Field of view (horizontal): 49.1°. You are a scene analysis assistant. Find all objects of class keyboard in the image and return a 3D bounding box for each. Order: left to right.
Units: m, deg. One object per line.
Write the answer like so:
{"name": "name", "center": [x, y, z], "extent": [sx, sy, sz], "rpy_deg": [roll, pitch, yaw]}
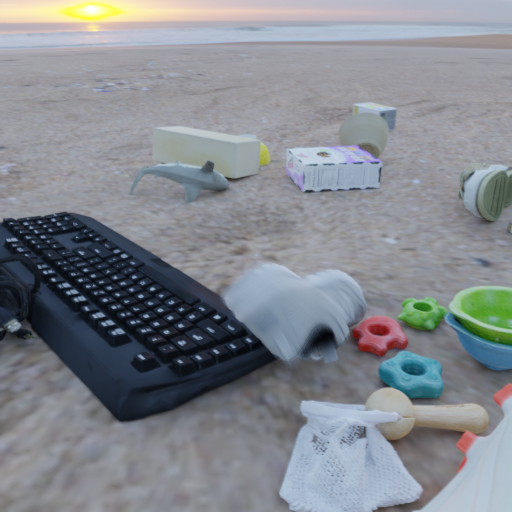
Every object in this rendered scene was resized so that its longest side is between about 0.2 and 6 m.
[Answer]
{"name": "keyboard", "center": [-2.193, 0.155, 6.681], "extent": [2.654, 1.010, 5.099], "rpy_deg": [-20, 30, -37]}

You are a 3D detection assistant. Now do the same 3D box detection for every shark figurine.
{"name": "shark figurine", "center": [-1.419, -1.345, 10.363], "extent": [1.873, 0.782, 1.119], "rpy_deg": [5, -9, -6]}

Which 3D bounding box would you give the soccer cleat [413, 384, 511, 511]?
{"name": "soccer cleat", "center": [1.456, 1.755, 3.210], "extent": [3.242, 1.123, 1.257], "rpy_deg": [-24, 38, -28]}

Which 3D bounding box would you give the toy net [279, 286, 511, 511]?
{"name": "toy net", "center": [1.319, 1.019, 5.165], "extent": [3.391, 0.655, 1.779], "rpy_deg": [-22, 33, -39]}

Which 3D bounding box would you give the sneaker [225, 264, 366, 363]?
{"name": "sneaker", "center": [0.539, 0.678, 5.459], "extent": [2.154, 0.805, 0.883], "rpy_deg": [6, 46, -55]}

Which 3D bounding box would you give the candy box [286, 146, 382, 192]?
{"name": "candy box", "center": [1.521, -1.779, 11.314], "extent": [1.591, 0.569, 1.334], "rpy_deg": [-4, 25, -10]}

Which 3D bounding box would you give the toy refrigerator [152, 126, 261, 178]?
{"name": "toy refrigerator", "center": [-1.106, -2.231, 12.067], "extent": [2.314, 0.810, 0.879], "rpy_deg": [17, 23, 31]}

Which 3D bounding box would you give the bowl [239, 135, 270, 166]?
{"name": "bowl", "center": [-0.200, -2.435, 12.739], "extent": [1.067, 0.574, 1.067], "rpy_deg": [1, 24, 0]}

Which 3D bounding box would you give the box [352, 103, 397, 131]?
{"name": "box", "center": [3.360, -3.981, 16.032], "extent": [0.669, 0.603, 1.190], "rpy_deg": [-13, 28, -27]}

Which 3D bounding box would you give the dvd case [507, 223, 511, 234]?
{"name": "dvd case", "center": [5.032, -0.103, 8.171], "extent": [1.611, 0.173, 2.167], "rpy_deg": [-6, 25, -11]}

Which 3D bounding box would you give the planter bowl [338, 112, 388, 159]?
{"name": "planter bowl", "center": [2.400, -2.513, 12.496], "extent": [1.121, 1.121, 0.755], "rpy_deg": [2, 52, 5]}

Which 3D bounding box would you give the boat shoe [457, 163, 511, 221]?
{"name": "boat shoe", "center": [3.925, -1.153, 9.728], "extent": [0.809, 0.884, 2.365], "rpy_deg": [15, 18, 32]}
